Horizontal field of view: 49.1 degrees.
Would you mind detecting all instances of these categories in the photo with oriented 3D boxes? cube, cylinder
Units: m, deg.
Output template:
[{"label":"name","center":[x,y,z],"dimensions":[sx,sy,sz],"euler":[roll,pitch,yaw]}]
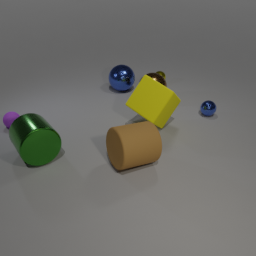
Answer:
[{"label":"cube","center":[1.022,-1.011,11.086],"dimensions":[1.400,1.400,1.400],"euler":[36,6,22]},{"label":"cylinder","center":[-3.203,0.371,9.644],"dimensions":[1.400,1.400,1.400],"euler":[-19,34,-29]},{"label":"cylinder","center":[0.175,0.561,9.249],"dimensions":[1.400,1.400,1.400],"euler":[-10,32,-27]}]

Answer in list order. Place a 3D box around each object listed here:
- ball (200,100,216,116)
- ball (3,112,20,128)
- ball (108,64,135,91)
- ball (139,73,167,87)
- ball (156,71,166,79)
[{"label":"ball","center":[3.585,-0.883,12.504],"dimensions":[0.700,0.700,0.700],"euler":[0,31,0]},{"label":"ball","center":[-4.790,-0.331,11.568],"dimensions":[0.700,0.700,0.700],"euler":[0,31,0]},{"label":"ball","center":[-0.331,-2.643,14.813],"dimensions":[1.400,1.400,1.400],"euler":[0,31,0]},{"label":"ball","center":[1.191,-1.977,13.590],"dimensions":[1.400,1.400,1.400],"euler":[0,31,0]},{"label":"ball","center":[1.786,-2.871,15.837],"dimensions":[0.700,0.700,0.700],"euler":[0,31,0]}]
